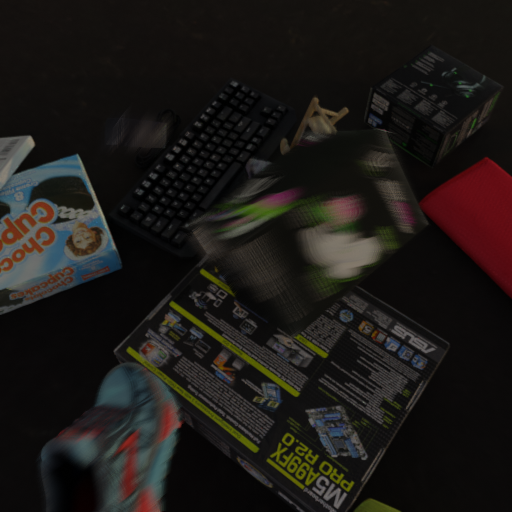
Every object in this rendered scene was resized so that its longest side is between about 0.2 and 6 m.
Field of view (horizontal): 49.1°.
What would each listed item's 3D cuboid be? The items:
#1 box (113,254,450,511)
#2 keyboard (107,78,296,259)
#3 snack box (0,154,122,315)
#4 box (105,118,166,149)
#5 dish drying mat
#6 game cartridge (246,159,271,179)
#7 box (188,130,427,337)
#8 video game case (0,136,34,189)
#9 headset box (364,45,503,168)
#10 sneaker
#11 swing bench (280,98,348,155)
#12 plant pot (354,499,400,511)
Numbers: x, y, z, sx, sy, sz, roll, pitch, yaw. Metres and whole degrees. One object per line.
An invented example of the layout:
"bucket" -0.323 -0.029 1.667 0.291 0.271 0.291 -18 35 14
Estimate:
"box" 0.325 1.329 7.237 3.348 0.741 2.682 32 64 19
"keyboard" -1.026 -1.693 9.289 2.130 0.455 3.547 26 61 15
"snack box" -3.922 -0.100 8.178 3.419 0.634 1.986 -22 61 -13
"box" -1.733 -1.755 8.043 0.711 0.371 0.526 -2 11 -38
"dish drying mat" 4.273 0.243 8.146 1.549 0.367 4.033 -30 64 -16
"game cartridge" 0.432 -0.887 8.638 0.927 0.275 1.431 9 46 -31
"box" 0.572 -0.374 6.570 2.099 1.305 1.559 -37 24 -14
"video game case" -4.827 -1.304 8.699 2.285 0.206 1.636 -2 41 10
"headset box" 3.054 -2.631 9.625 1.772 0.822 1.543 -39 65 -22
"sneaker" -1.492 1.955 5.589 1.009 1.216 2.545 -24 37 14
"swing bench" 1.023 -1.440 8.412 0.804 1.240 1.233 2 50 -44
"plant pot" 1.529 3.289 5.855 1.280 1.280 1.369 -40 54 -22
